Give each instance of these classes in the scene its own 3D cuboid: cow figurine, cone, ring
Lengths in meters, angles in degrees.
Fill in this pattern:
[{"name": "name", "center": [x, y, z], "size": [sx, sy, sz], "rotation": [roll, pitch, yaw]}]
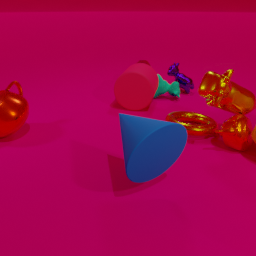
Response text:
[{"name": "cow figurine", "center": [1.799, -1.727, 9.582], "size": [0.538, 0.964, 0.979], "rotation": [-44, 51, -16]}, {"name": "cow figurine", "center": [1.139, -1.241, 9.114], "size": [1.054, 1.037, 0.579], "rotation": [-36, -4, 11]}, {"name": "cone", "center": [0.151, 0.077, 4.608], "size": [1.154, 1.154, 1.158], "rotation": [-16, 44, -30]}, {"name": "ring", "center": [1.562, -0.127, 6.906], "size": [1.294, 0.259, 1.294], "rotation": [5, 21, -2]}, {"name": "cow figurine", "center": [2.142, -0.696, 5.909], "size": [1.420, 0.780, 1.397], "rotation": [22, 5, -4]}]

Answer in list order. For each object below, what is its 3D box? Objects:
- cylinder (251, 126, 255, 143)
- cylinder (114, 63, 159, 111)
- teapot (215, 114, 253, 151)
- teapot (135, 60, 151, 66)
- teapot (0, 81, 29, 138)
[{"name": "cylinder", "center": [3.292, -0.110, 5.324], "size": [1.322, 1.322, 1.322], "rotation": [16, 27, -8]}, {"name": "cylinder", "center": [0.277, -1.253, 8.388], "size": [1.156, 1.156, 1.156], "rotation": [6, 26, 12]}, {"name": "teapot", "center": [2.279, 0.099, 5.998], "size": [0.623, 0.791, 1.272], "rotation": [-5, -8, 38]}, {"name": "teapot", "center": [0.426, -1.772, 9.776], "size": [1.101, 0.867, 1.771], "rotation": [-51, 13, -7]}, {"name": "teapot", "center": [-2.928, -0.339, 6.407], "size": [1.152, 0.907, 1.852], "rotation": [-6, 51, 35]}]
